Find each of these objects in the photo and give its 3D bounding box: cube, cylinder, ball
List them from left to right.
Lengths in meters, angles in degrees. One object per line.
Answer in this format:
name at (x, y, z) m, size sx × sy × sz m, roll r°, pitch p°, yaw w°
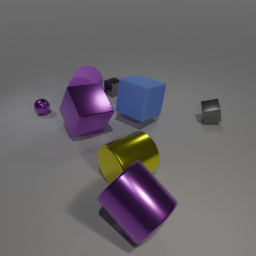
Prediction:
ball at (-3.784, -0.946, 12.311) m, size 0.700 × 0.700 × 0.700 m, roll 0°, pitch 32°, yaw 0°
cylinder at (-2.036, -2.134, 13.570) m, size 1.400 × 1.400 × 1.400 m, roll 4°, pitch 32°, yaw 7°
cube at (-1.586, -0.661, 10.582) m, size 1.400 × 1.400 × 1.400 m, roll -11°, pitch 62°, yaw -33°
cube at (-0.728, -2.061, 14.147) m, size 0.700 × 0.700 × 0.700 m, roll -24°, pitch 39°, yaw -33°
cylinder at (0.018, 0.954, 8.576) m, size 1.400 × 1.400 × 1.400 m, roll -22°, pitch 38°, yaw -32°
cylinder at (0.223, 1.745, 6.747) m, size 1.400 × 1.400 × 1.400 m, roll 47°, pitch 47°, yaw 10°
cube at (0.517, -1.249, 11.428) m, size 1.400 × 1.400 × 1.400 m, roll 24°, pitch 28°, yaw 31°
cube at (3.428, -0.689, 11.564) m, size 0.700 × 0.700 × 0.700 m, roll -9°, pitch 41°, yaw 13°
